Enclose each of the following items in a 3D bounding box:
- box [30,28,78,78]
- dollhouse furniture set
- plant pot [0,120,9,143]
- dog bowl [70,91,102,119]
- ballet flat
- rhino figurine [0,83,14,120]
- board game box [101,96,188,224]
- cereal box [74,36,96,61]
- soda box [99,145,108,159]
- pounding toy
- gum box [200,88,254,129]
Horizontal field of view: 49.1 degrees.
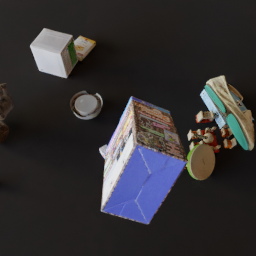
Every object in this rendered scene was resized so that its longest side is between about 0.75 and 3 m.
[{"bbox_3d":[-3.348,-3.441,12.935,1.553,1.545,1.330,18,59,11],"label":"box"},{"bbox_3d":[3.203,0.201,11.158,1.669,0.860,1.651,-5,68,-4],"label":"dollhouse furniture set"},{"bbox_3d":[-5.572,-0.048,10.901,1.443,1.458,1.458,37,64,13],"label":"plant pot"},{"bbox_3d":[-1.769,-0.961,12.012,1.374,0.403,1.374,0,56,0],"label":"dog bowl"},{"bbox_3d":[3.444,-0.577,8.934,0.821,0.888,2.633,-28,75,0],"label":"ballet flat"},{"bbox_3d":[-3.544,-0.646,7.638,0.573,0.838,1.916,-17,21,-7],"label":"rhino figurine"},{"bbox_3d":[0.307,0.766,7.725,1.320,2.173,2.726,20,26,-12],"label":"board game box"},{"bbox_3d":[-2.380,-4.016,14.074,0.970,0.266,1.348,24,60,15],"label":"cereal box"},{"bbox_3d":[-0.704,1.123,10.710,0.332,0.311,0.976,-30,62,-18],"label":"soda box"},{"bbox_3d":[2.515,1.020,10.437,1.324,0.796,1.716,3,91,-33],"label":"pounding toy"},{"bbox_3d":[4.117,-0.868,11.708,1.561,0.409,1.838,-6,57,-24],"label":"gum box"}]
